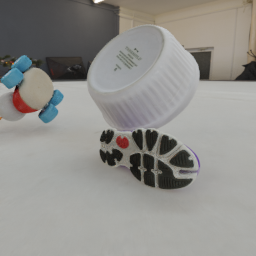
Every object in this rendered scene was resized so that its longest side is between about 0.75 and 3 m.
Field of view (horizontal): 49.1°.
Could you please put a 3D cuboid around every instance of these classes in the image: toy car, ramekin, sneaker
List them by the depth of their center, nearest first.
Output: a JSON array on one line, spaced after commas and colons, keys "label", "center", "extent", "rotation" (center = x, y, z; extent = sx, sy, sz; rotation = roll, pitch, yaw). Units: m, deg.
[{"label": "sneaker", "center": [0.320, 0.289, 4.036], "extent": [0.787, 0.761, 1.887], "rotation": [-6, 13, -35]}, {"label": "ramekin", "center": [0.158, -0.927, 4.968], "extent": [1.983, 1.983, 0.923], "rotation": [11, -24, 42]}, {"label": "toy car", "center": [-2.753, -0.721, 7.123], "extent": [1.569, 1.446, 1.388], "rotation": [-28, 33, 20]}]
